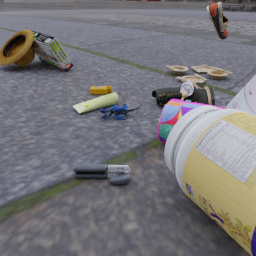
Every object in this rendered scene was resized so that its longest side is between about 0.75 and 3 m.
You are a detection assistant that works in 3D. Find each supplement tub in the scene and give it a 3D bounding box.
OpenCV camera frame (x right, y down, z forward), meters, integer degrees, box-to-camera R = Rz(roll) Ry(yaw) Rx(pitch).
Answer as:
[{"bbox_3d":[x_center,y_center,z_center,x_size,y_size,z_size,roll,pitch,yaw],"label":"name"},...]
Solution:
[{"bbox_3d":[1.850,0.738,4.349,1.750,1.750,2.407,-14,30,-24],"label":"supplement tub"}]

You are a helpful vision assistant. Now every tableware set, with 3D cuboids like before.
[{"bbox_3d":[2.998,-2.381,11.983,2.567,0.298,2.144,-11,29,-20],"label":"tableware set"}]

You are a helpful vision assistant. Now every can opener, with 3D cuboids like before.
[{"bbox_3d":[-0.521,0.918,5.576,1.173,0.313,0.392,0,26,2],"label":"can opener"}]

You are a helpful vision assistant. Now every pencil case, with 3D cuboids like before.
[{"bbox_3d":[2.081,-0.005,6.478,2.729,1.206,1.206,7,28,15],"label":"pencil case"}]

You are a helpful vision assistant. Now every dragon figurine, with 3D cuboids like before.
[{"bbox_3d":[-0.216,-0.465,8.198,1.237,0.364,0.615,2,27,5],"label":"dragon figurine"}]

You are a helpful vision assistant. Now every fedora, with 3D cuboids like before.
[{"bbox_3d":[-5.024,-3.549,13.101,2.298,0.937,2.298,-17,53,24],"label":"fedora"}]

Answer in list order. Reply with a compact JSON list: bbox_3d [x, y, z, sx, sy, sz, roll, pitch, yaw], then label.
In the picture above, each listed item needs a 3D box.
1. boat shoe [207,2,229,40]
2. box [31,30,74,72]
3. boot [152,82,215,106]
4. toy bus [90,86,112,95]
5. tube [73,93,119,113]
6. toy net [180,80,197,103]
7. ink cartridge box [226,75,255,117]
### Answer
[{"bbox_3d":[3.092,-3.528,9.309,0.464,1.484,0.528,-13,54,32],"label":"boat shoe"},{"bbox_3d":[-3.766,-3.625,13.025,0.485,1.536,2.792,-46,45,-16],"label":"box"},{"bbox_3d":[1.629,-0.811,8.513,1.601,0.897,2.315,-5,14,1],"label":"boot"},{"bbox_3d":[-0.963,-1.351,10.040,0.757,0.246,0.296,-1,27,-2],"label":"toy bus"},{"bbox_3d":[-0.981,-0.778,8.855,1.433,0.372,0.416,-19,-6,-24],"label":"tube"},{"bbox_3d":[1.650,-0.805,7.956,0.287,1.484,0.779,26,-27,-30],"label":"toy net"},{"bbox_3d":[2.562,0.057,4.781,0.592,1.686,2.075,1,62,-13],"label":"ink cartridge box"}]
